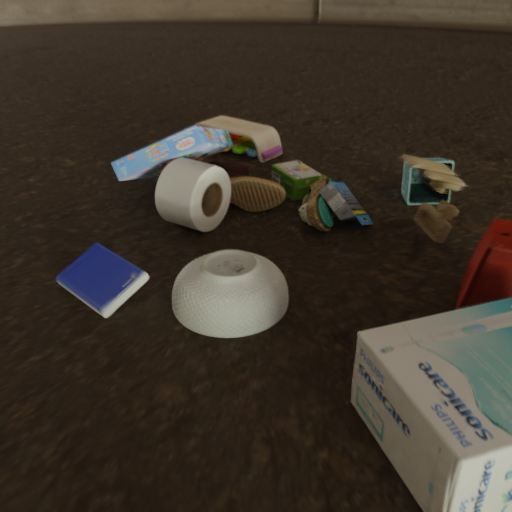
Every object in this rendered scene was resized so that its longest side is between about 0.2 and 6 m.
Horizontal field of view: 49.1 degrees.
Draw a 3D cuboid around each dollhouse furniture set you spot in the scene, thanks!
[{"bbox_3d":[3.180,-1.082,10.659,0.959,1.177,1.119,9,31,-22],"label":"dollhouse furniture set"}]

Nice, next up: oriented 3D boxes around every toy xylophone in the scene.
[{"bbox_3d":[-0.784,-3.295,15.776,2.092,0.718,2.857,-25,37,-37],"label":"toy xylophone"}]

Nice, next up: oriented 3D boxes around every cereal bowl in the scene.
[{"bbox_3d":[-0.419,0.441,8.992,1.903,0.793,1.903,0,28,0],"label":"cereal bowl"}]

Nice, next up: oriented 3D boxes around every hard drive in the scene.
[{"bbox_3d":[-2.601,0.371,9.390,1.467,0.186,0.968,25,60,38],"label":"hard drive"}]

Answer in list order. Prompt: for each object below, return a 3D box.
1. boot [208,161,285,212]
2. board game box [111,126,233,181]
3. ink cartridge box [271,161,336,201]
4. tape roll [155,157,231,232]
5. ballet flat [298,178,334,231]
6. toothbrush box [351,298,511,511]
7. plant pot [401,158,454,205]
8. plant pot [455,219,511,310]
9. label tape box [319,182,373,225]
[{"bbox_3d":[-0.324,-1.776,12.902,2.263,0.819,1.882,2,32,13],"label":"boot"},{"bbox_3d":[-1.791,-2.315,12.681,2.012,0.487,2.659,-20,5,14],"label":"board game box"},{"bbox_3d":[1.255,-1.871,13.375,1.492,0.565,1.102,-15,32,-23],"label":"ink cartridge box"},{"bbox_3d":[-1.266,-1.241,11.424,0.937,1.364,1.364,18,34,28],"label":"tape roll"},{"bbox_3d":[1.288,-1.015,11.904,0.694,0.750,2.127,-20,19,23],"label":"ballet flat"},{"bbox_3d":[2.818,1.615,6.413,2.836,1.209,2.076,-9,30,-16],"label":"toothbrush box"},{"bbox_3d":[3.840,-1.802,12.896,0.992,0.995,1.013,-2,23,-3],"label":"plant pot"},{"bbox_3d":[3.984,0.361,8.469,1.623,1.431,1.624,12,32,22],"label":"plant pot"},{"bbox_3d":[1.875,-1.000,11.604,1.113,0.368,0.797,57,27,12],"label":"label tape box"}]
